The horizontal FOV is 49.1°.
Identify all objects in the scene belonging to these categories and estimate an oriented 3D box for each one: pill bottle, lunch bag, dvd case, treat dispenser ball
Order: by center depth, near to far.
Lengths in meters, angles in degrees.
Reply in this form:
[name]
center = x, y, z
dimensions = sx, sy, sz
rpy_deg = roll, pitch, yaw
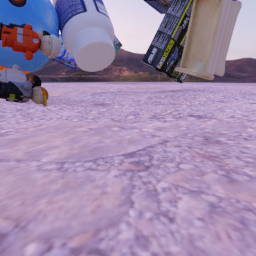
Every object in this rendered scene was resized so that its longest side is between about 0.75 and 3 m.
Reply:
[treat dispenser ball]
center = -3.076, -2.632, 7.249
dimensions = 2.536, 2.536, 2.536
rpy_deg = 0, 11, 0
[pill bottle]
center = -1.193, -2.852, 7.745
dimensions = 1.429, 2.575, 1.429
rpy_deg = -15, -29, -8
[dvd case]
center = 1.873, -4.515, 10.222
dimensions = 2.228, 0.195, 1.590
rpy_deg = 13, 7, 30
[lunch bag]
center = -2.831, -3.459, 12.382
dimensions = 1.585, 1.193, 0.745
rpy_deg = 18, -20, -12

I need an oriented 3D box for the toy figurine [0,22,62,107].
[toy figurine]
center = -1.900, -1.201, 5.253
dimensions = 1.007, 1.424, 1.447
rpy_deg = 4, 18, -30

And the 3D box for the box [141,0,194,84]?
[box]
center = 1.415, -2.321, 7.250
dimensions = 0.501, 2.109, 2.037
rpy_deg = 35, 15, 29

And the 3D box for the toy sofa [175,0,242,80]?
[toy sofa]
center = 1.272, -1.467, 4.509
dimensions = 0.637, 1.306, 0.541
rpy_deg = -2, 20, -33

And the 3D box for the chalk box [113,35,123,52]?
[chalk box]
center = -0.787, -3.519, 11.641
dimensions = 0.760, 0.765, 1.226
rpy_deg = -40, 31, 4
